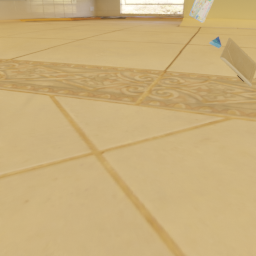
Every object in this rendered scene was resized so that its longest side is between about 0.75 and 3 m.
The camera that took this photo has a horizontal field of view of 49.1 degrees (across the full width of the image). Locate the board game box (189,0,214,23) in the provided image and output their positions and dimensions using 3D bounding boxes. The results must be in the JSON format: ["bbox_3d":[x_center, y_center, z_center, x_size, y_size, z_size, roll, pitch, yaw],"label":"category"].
[{"bbox_3d":[2.582,-4.257,9.816,0.596,0.887,0.152,41,47,21],"label":"board game box"}]

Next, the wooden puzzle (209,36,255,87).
[{"bbox_3d":[2.765,-1.627,6.980,1.802,0.211,1.216,45,48,-5],"label":"wooden puzzle"}]
